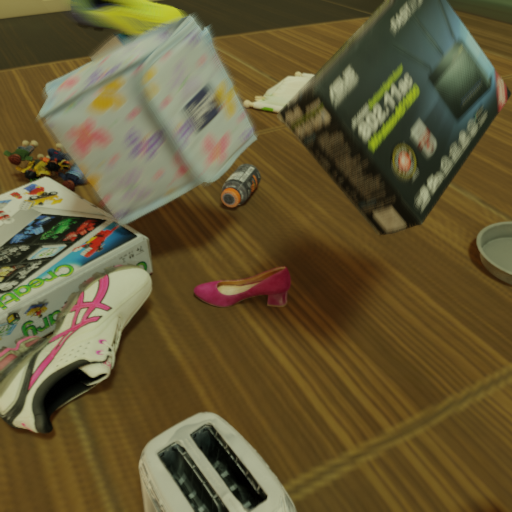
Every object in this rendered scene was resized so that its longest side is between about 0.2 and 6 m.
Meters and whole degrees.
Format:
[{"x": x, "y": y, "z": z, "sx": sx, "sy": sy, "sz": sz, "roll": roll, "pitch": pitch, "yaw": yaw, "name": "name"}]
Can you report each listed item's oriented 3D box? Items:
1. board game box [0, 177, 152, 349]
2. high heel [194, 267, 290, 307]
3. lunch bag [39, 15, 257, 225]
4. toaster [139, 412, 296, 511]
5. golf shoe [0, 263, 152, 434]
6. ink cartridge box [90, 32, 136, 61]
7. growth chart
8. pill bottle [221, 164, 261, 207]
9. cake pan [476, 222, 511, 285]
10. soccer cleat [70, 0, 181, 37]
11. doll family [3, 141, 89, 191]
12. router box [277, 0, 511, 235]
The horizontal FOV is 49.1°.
[{"x": -4.538, "y": 0.451, "z": 8.762, "sx": 3.110, "sy": 0.853, "sz": 4.927, "roll": 29, "pitch": 46, "yaw": 33, "name": "board game box"}, {"x": -0.237, "y": 0.425, "z": 8.899, "sx": 1.558, "sy": 0.747, "sz": 0.525, "roll": 7, "pitch": 38, "yaw": 9, "name": "high heel"}, {"x": -1.547, "y": -2.084, "z": 8.569, "sx": 2.609, "sy": 2.212, "sz": 1.659, "roll": -26, "pitch": 38, "yaw": 2, "name": "lunch bag"}, {"x": -0.420, "y": 2.544, "z": 5.588, "sx": 1.192, "sy": 1.355, "sz": 2.097, "roll": -22, "pitch": 42, "yaw": -28, "name": "toaster"}, {"x": -2.291, "y": 1.235, "z": 7.698, "sx": 1.288, "sy": 1.015, "sz": 2.797, "roll": 25, "pitch": 53, "yaw": 24, "name": "golf shoe"}, {"x": -2.061, "y": -3.613, "z": 10.357, "sx": 1.000, "sy": 1.017, "sz": 1.382, "roll": -16, "pitch": 22, "yaw": 45, "name": "ink cartridge box"}, {"x": 1.451, "y": -4.644, "z": 16.013, "sx": 2.338, "sy": 0.287, "sz": 3.231, "roll": 21, "pitch": 42, "yaw": 25, "name": "growth chart"}, {"x": -0.343, "y": -1.415, "z": 11.496, "sx": 0.569, "sy": 0.569, "sz": 1.072, "roll": 13, "pitch": 39, "yaw": 17, "name": "pill bottle"}, {"x": 4.744, "y": 0.009, "z": 9.804, "sx": 1.763, "sy": 0.323, "sz": 1.763, "roll": 0, "pitch": 37, "yaw": 0, "name": "cake pan"}, {"x": -2.075, "y": -4.046, "z": 9.212, "sx": 1.856, "sy": 0.776, "sz": 0.600, "roll": -4, "pitch": 70, "yaw": -25, "name": "soccer cleat"}, {"x": -4.442, "y": -1.916, "z": 12.064, "sx": 1.860, "sy": 0.730, "sz": 1.075, "roll": 4, "pitch": 32, "yaw": 0, "name": "doll family"}, {"x": 1.579, "y": -1.660, "z": 6.080, "sx": 2.336, "sy": 1.751, "sz": 0.726, "roll": -51, "pitch": 16, "yaw": -24, "name": "router box"}]
